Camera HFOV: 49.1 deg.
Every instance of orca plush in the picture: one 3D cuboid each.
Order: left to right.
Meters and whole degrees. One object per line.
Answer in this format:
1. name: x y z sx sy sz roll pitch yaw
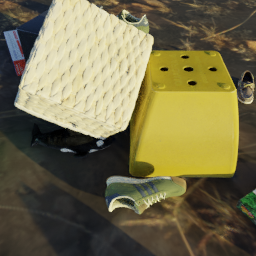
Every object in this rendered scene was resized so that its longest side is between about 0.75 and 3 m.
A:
1. orca plush: -1.756 0.095 8.490 2.513 0.893 1.322 12 45 13

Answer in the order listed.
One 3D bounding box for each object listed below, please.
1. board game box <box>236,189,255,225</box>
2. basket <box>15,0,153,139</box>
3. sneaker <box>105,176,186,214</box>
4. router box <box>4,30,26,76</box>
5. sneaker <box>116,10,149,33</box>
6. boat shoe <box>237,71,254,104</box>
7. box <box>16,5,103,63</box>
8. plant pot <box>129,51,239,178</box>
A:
1. board game box: 4.080 2.433 6.448 1.463 0.328 2.793 -25 49 -22
2. basket: -1.101 -1.436 7.189 2.718 2.205 2.742 22 76 -18
3. sneaker: 0.415 1.731 6.948 2.043 0.685 0.917 0 45 7
4. router box: -3.951 -3.663 12.604 2.657 0.723 2.961 -17 46 -17
5. sneaker: -0.320 -5.194 13.804 2.935 1.318 0.984 16 46 17
6. boat shoe: 4.451 -1.554 10.539 0.593 0.491 1.651 12 45 12
7. box: -2.158 -2.675 10.041 1.720 2.768 2.790 18 45 15
8. plant pot: 1.543 -0.569 7.962 2.947 2.600 2.947 1 44 0
